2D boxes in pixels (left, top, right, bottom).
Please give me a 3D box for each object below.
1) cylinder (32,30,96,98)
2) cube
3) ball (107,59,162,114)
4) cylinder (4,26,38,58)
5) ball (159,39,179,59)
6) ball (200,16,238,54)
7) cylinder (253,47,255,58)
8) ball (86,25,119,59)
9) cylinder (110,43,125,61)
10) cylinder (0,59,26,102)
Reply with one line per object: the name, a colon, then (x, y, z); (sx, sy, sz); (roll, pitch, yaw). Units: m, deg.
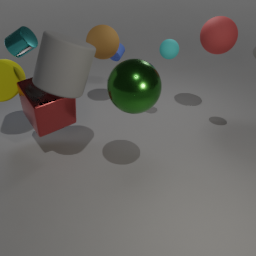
cylinder: (-1.722, -1.707, 7.554); (1.400, 1.400, 1.400); (18, 20, -7)
cube: (-2.685, -0.827, 9.406); (1.400, 1.400, 1.400); (-25, 57, -27)
ball: (0.161, -1.060, 7.193); (1.400, 1.400, 1.400); (0, 31, 0)
cylinder: (-3.232, -2.601, 8.496); (0.700, 0.700, 0.700); (-23, 24, 22)
ball: (1.476, -2.821, 10.032); (0.700, 0.700, 0.700); (0, 31, 0)
ball: (3.495, -3.562, 10.797); (1.400, 1.400, 1.400); (0, 31, 0)
cylinder: (4.412, -2.497, 8.745); (0.700, 0.700, 0.700); (6, 61, -11)
ball: (-1.059, -3.598, 11.764); (1.400, 1.400, 1.400); (0, 31, 0)
cylinder: (-0.600, -4.015, 14.791); (0.700, 0.700, 0.700); (12, 56, 19)
cylinder: (-4.448, -1.713, 9.925); (1.400, 1.400, 1.400); (-7, 15, -11)
